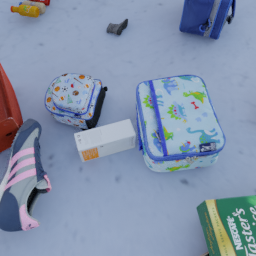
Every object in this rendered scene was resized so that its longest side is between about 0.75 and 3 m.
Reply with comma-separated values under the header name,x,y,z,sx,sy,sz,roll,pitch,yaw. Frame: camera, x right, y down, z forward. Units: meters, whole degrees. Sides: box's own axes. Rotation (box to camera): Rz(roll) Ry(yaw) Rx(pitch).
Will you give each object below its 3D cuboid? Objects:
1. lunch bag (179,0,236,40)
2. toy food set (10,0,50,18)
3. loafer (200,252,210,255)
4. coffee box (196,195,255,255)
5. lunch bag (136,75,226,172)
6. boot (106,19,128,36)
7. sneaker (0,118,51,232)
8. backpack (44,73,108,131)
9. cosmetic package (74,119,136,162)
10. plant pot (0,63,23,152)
name,x,y,z,sx,sy,sz,roll,pitch,yaw
lunch bag,3.026,-4.559,10.185,1.791,1.839,2.707,15,60,9
toy food set,-3.755,-5.467,11.061,1.068,1.133,2.374,10,90,6
loafer,1.966,3.020,6.440,1.321,0.415,0.475,-18,61,-11
coffee box,3.150,2.428,6.448,2.803,0.616,1.724,-1,58,-11
lunch bag,1.335,-0.178,7.984,2.230,1.144,2.775,-6,58,0
boot,-0.414,-3.943,10.731,0.606,0.321,0.921,21,56,18
sneaker,-2.454,1.136,7.165,1.211,1.036,2.953,7,62,1
backpack,-1.630,-0.838,8.334,1.630,1.318,1.711,6,61,16
cosmetic package,-0.621,0.361,7.820,1.590,0.806,0.566,-16,62,-8
plant pot,-4.127,-0.439,7.514,2.472,2.470,2.179,-30,75,-17
